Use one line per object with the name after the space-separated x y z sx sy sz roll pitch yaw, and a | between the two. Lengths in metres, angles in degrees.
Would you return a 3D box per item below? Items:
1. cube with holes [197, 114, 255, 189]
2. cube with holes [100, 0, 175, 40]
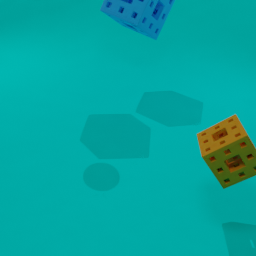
1.636 0.369 4.505 0.716 0.716 0.716 -30 20 20 | cube with holes
0.300 -3.376 7.598 1.269 1.269 1.269 31 14 24 | cube with holes
